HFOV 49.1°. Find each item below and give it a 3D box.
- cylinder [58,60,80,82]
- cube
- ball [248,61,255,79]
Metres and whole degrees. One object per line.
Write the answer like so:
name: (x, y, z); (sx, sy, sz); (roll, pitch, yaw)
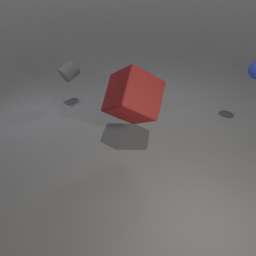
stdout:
cylinder: (-2.574, -2.489, 12.292); (0.700, 0.700, 0.700); (-44, 46, -14)
cube: (0.167, -1.040, 9.233); (1.400, 1.400, 1.400); (22, -15, -30)
ball: (4.885, -2.177, 10.533); (0.700, 0.700, 0.700); (0, 31, 0)
